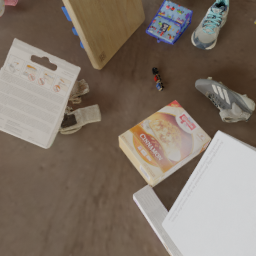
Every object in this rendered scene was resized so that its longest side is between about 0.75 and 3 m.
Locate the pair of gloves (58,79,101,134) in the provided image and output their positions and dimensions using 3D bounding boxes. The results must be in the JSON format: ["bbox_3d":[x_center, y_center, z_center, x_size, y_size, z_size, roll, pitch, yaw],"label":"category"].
[{"bbox_3d":[-1.656,-0.628,8.053,1.466,0.302,1.724,-22,62,-8],"label":"pair of gloves"}]

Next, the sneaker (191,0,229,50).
[{"bbox_3d":[2.745,-3.526,9.265,0.846,0.941,2.181,23,64,12],"label":"sneaker"}]

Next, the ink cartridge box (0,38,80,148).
[{"bbox_3d":[-2.412,-0.830,7.102,1.797,0.559,2.232,24,92,-5],"label":"ink cartridge box"}]

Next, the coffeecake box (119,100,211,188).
[{"bbox_3d":[0.896,0.368,7.001,1.798,0.657,1.380,-33,68,-16],"label":"coffeecake box"}]

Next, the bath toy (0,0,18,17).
[{"bbox_3d":[-4.346,-4.972,10.041,1.026,1.207,2.776,2,59,40],"label":"bath toy"}]

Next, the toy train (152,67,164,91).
[{"bbox_3d":[0.900,-1.505,8.577,0.206,0.153,0.898,6,56,-34],"label":"toy train"}]

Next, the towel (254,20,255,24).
[{"bbox_3d":[5.000,-3.712,9.846,0.974,0.111,0.700,34,66,17],"label":"towel"}]

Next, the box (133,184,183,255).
[{"bbox_3d":[0.948,2.400,6.272,0.494,0.461,2.384,-32,66,-12],"label":"box"}]

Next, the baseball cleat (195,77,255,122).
[{"bbox_3d":[2.639,-0.766,7.946,1.804,0.629,0.960,26,72,19],"label":"baseball cleat"}]

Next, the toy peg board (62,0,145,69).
[{"bbox_3d":[-1.015,-3.846,8.598,1.371,2.803,2.791,21,63,31],"label":"toy peg board"}]

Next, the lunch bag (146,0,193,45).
[{"bbox_3d":[1.357,-3.457,9.504,1.067,0.667,1.418,30,78,14],"label":"lunch bag"}]

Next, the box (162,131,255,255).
[{"bbox_3d":[2.229,1.676,4.985,2.353,1.546,2.365,-61,30,10],"label":"box"}]
